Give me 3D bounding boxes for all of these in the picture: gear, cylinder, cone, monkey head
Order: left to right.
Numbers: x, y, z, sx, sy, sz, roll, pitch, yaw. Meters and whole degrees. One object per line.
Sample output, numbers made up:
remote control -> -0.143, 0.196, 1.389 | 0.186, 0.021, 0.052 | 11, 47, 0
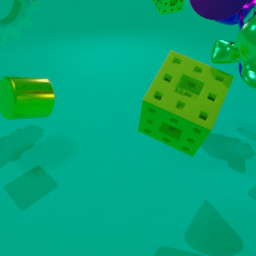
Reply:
gear -> -3.119, -3.091, 6.742 | 0.373, 2.017, 2.017 | 27, 42, 27
cylinder -> -2.133, -0.628, 5.861 | 0.872, 0.872, 0.872 | -7, 29, -46
cone -> 1.519, -2.569, 4.856 | 1.034, 1.034, 1.037 | 2, 41, 3
monkey head -> 2.391, -3.195, 6.576 | 1.198, 1.430, 1.988 | -36, 64, 5
monkey head -> 1.444, -0.983, 3.267 | 0.945, 0.791, 1.313 | 11, 79, 21

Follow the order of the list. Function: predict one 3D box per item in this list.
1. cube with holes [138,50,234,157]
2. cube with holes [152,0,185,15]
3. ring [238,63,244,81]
cube with holes -> 0.762, -0.314, 3.927 | 0.901, 0.901, 0.901 | 25, 66, 10
cube with holes -> 1.422, -4.631, 9.731 | 0.862, 0.862, 0.862 | -15, 62, -13
ring -> 3.498, -1.681, 7.248 | 0.262, 1.308, 1.308 | -3, 29, -42
